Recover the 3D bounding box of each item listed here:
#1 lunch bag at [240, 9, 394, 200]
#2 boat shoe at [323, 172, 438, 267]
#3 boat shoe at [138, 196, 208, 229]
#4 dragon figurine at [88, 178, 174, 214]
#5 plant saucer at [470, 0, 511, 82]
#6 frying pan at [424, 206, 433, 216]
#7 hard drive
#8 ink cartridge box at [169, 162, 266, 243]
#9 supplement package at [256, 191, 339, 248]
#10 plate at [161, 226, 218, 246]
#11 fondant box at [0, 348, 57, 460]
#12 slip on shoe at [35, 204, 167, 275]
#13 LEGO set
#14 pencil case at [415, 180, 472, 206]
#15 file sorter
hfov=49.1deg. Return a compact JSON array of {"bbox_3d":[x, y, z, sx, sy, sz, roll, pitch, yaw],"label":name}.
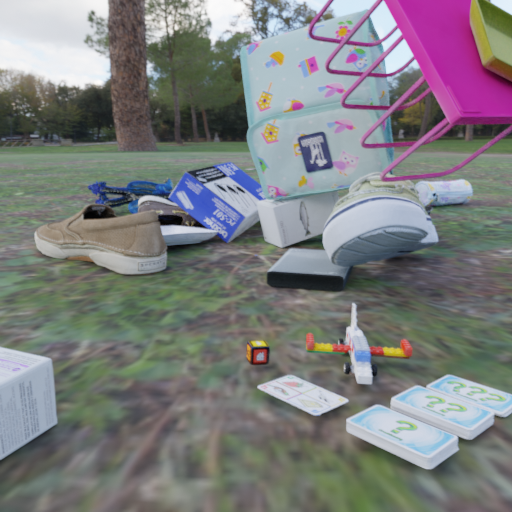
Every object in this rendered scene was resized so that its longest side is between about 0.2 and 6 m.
[{"bbox_3d":[1.026,-2.255,9.042,2.220,2.606,1.589,-7,-10,22],"label":"lunch bag"},{"bbox_3d":[1.593,-0.530,7.347,1.230,1.059,3.416,-22,-9,22],"label":"boat shoe"},{"bbox_3d":[-1.475,-0.731,10.883,1.647,0.490,0.592,11,-36,-21],"label":"boat shoe"},{"bbox_3d":[-2.526,-1.374,13.050,2.751,0.810,1.368,3,13,17],"label":"dragon figurine"},{"bbox_3d":[2.771,-2.289,6.184,1.015,1.017,0.243,14,-32,-25],"label":"plant saucer"},{"bbox_3d":[1.796,-0.549,10.243,2.859,0.465,1.730,-11,9,-1],"label":"frying pan"},{"bbox_3d":[0.774,0.172,7.560,0.974,0.230,1.396,4,14,14],"label":"hard drive"},{"bbox_3d":[-0.547,-1.140,11.020,1.347,0.634,2.865,38,18,3],"label":"ink cartridge box"},{"bbox_3d":[0.762,-0.719,9.699,1.266,0.740,0.743,-20,19,-19],"label":"supplement package"},{"bbox_3d":[-1.572,-0.345,9.561,1.361,0.220,1.364,-8,12,-43],"label":"plate"},{"bbox_3d":[-2.258,1.018,3.222,1.261,0.509,1.748,6,13,24],"label":"fondant box"},{"bbox_3d":[-2.430,-0.376,8.516,1.087,0.866,2.860,-12,18,-43],"label":"slip on shoe"},{"bbox_3d":[0.828,0.832,4.256,1.412,0.464,1.890,-7,14,-43],"label":"LEGO set"},{"bbox_3d":[4.803,-1.617,14.410,1.587,0.660,0.720,-6,-4,-30],"label":"pencil case"},{"bbox_3d":[1.886,-2.202,6.718,1.614,2.322,1.456,-10,-19,-35],"label":"file sorter"}]
